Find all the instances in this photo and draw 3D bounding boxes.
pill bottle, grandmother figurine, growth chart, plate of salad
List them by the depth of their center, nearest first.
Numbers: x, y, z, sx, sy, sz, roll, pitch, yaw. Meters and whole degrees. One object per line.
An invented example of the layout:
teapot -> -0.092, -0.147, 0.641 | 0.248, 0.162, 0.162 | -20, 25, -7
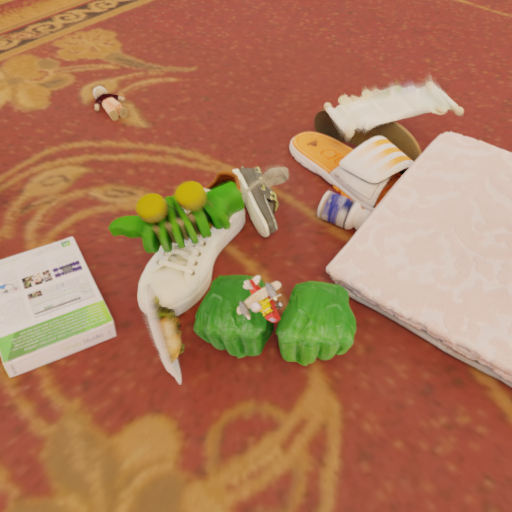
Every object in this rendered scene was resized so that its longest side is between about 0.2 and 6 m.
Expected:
plate of salad -> -1.135, 0.993, 7.301 | 0.330, 1.374, 1.374 | -19, 46, -6
pill bottle -> 1.549, -0.753, 9.795 | 0.852, 0.510, 0.510 | 25, 48, 17
growth chart -> 2.591, -2.932, 10.968 | 2.369, 0.210, 1.714 | -12, 37, 4
grandmother figurine -> -3.410, -3.571, 12.961 | 0.753, 0.376, 1.242 | -20, 48, -32

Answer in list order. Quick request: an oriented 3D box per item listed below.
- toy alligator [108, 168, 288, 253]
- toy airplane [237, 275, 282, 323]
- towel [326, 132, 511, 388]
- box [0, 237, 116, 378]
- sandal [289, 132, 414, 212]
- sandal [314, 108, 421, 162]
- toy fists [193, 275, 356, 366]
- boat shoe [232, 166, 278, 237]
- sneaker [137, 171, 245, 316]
toy alligator -> -0.744, -0.578, 8.062 | 2.759, 0.818, 0.749 | -17, 59, -2
toy airplane -> 0.031, 0.563, 7.242 | 0.605, 0.607, 0.428 | 12, 26, 19
towel -> 3.611, -0.071, 8.378 | 3.855, 0.621, 3.681 | 31, 68, 30
box -> -3.176, 0.672, 8.398 | 1.541, 0.388, 2.135 | -20, 45, -20
sandal -> 1.898, -1.810, 10.578 | 1.325, 0.991, 3.458 | -32, 51, -28
sandal -> 2.452, -2.547, 11.464 | 0.870, 0.970, 2.646 | -27, 42, -36
toy fists -> 0.252, 0.945, 7.840 | 2.250, 0.774, 1.147 | 6, 36, 8
boat shoe -> 0.066, -1.033, 9.996 | 0.565, 0.675, 1.889 | -16, 41, -9
sneaker -> -1.046, -0.336, 8.863 | 1.055, 1.227, 2.899 | 15, 47, 14
